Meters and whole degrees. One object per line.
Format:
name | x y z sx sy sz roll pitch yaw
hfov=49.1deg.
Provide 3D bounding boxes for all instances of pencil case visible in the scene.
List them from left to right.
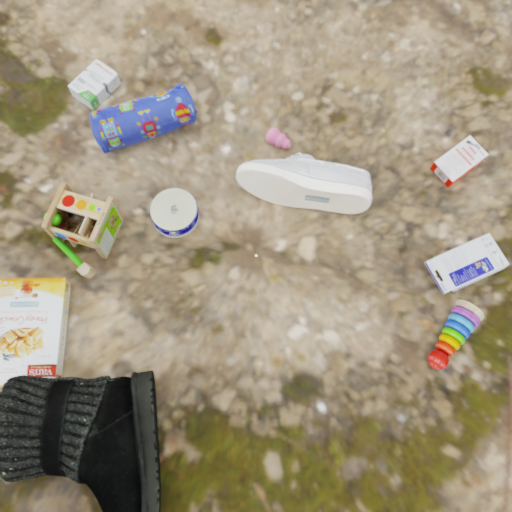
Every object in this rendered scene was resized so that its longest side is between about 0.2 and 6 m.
pencil case | -2.317 -2.889 11.627 2.210 0.862 0.960 -21 53 -7

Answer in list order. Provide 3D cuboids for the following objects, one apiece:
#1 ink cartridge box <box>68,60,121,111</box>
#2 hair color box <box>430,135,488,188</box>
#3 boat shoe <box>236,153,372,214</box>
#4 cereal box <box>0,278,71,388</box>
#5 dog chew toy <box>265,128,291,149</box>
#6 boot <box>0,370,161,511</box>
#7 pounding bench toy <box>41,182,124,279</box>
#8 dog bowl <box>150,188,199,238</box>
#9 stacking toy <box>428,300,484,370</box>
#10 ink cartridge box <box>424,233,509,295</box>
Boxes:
ink cartridge box | -3.503 -3.718 12.183 0.666 0.383 0.912 37 74 12
hair color box | 4.190 -1.948 11.572 1.034 0.331 0.574 -36 77 -10
boat shoe | 0.989 -1.582 11.162 2.712 0.976 0.929 8 60 4
cereal box | -4.261 1.406 10.337 1.440 0.396 2.001 -1 70 0
dog chew toy | 0.479 -2.438 11.767 0.557 0.347 0.347 33 74 5
boot | -2.867 3.546 9.049 2.587 1.302 3.460 -4 60 -9
pounding bench toy | -3.450 -0.431 10.705 1.196 0.953 1.534 16 71 6
dog bowl | -1.622 -0.859 11.169 0.944 0.372 0.944 0 70 0
stacking toy | 3.586 1.484 10.273 0.575 0.575 1.346 36 79 12
ink cartridge box | 4.033 0.182 10.843 1.501 0.294 0.746 -22 72 -9
